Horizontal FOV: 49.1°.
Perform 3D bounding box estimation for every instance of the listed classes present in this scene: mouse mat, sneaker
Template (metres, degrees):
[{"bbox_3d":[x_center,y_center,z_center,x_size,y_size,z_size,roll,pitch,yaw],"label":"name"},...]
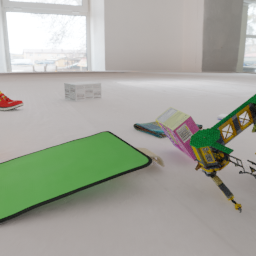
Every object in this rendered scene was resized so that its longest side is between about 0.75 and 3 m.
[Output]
[{"bbox_3d":[-1.211,0.679,4.912,2.736,0.103,2.202,-18,20,-20],"label":"mouse mat"},{"bbox_3d":[-5.243,-1.156,11.658,1.856,0.788,0.715,4,15,14],"label":"sneaker"}]

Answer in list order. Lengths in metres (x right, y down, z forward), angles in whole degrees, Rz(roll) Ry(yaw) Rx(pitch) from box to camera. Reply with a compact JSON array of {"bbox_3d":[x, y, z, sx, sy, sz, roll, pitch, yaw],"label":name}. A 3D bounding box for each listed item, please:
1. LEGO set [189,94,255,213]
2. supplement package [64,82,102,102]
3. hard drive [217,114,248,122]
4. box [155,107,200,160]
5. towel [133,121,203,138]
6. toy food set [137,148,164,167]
[{"bbox_3d":[2.428,0.642,4.135,2.125,1.601,2.764,-39,27,-20],"label":"LEGO set"},{"bbox_3d":[-2.347,-1.926,14.572,1.549,0.859,1.206,-11,18,-38],"label":"supplement package"},{"bbox_3d":[3.693,-0.358,9.871,0.907,0.115,0.599,9,17,32],"label":"hard drive"},{"bbox_3d":[1.160,0.095,6.041,0.476,0.867,0.985,-39,22,-2],"label":"box"},{"bbox_3d":[1.217,-0.053,8.521,1.773,0.192,1.300,-10,18,-35],"label":"towel"},{"bbox_3d":[0.008,0.645,5.572,1.225,0.370,0.879,1,6,-12],"label":"toy food set"}]
